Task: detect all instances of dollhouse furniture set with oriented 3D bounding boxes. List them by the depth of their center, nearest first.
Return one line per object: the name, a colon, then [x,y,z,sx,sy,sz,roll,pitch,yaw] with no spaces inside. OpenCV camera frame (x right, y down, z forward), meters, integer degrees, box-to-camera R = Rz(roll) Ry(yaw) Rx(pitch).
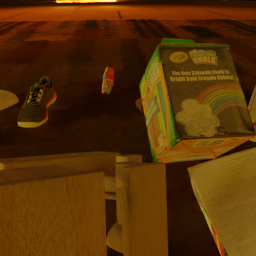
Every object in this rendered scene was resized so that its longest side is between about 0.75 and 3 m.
dollhouse furniture set: [-0.842,1.647,4.203,2.719,2.330,2.859,-1,-1,-37]

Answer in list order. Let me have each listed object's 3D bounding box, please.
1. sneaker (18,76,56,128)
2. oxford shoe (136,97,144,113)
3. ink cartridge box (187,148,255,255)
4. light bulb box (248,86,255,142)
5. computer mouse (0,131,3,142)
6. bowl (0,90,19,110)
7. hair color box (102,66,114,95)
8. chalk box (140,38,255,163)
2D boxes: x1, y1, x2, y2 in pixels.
sneaker: [-2.732,-0.851,8.231,0.845,0.898,2.194,1,35,-1]
oxford shoe: [1.060,-0.403,7.443,1.776,0.626,0.664,38,73,16]
ink cartridge box: [1.967,1.429,4.374,1.357,0.627,2.491,-18,34,4]
light bulb box: [4.412,-0.539,7.194,2.364,1.489,2.385,18,33,20]
computer mouse: [-4.369,-0.118,7.089,2.503,0.426,0.734,24,27,3]
bowl: [-4.257,-0.963,9.240,0.956,0.357,0.958,16,35,27]
hair color box: [-0.702,-1.664,9.818,0.284,0.493,0.889,12,50,-17]
chalk box: [1.297,-0.752,6.183,1.667,1.659,2.680,-3,68,-13]
